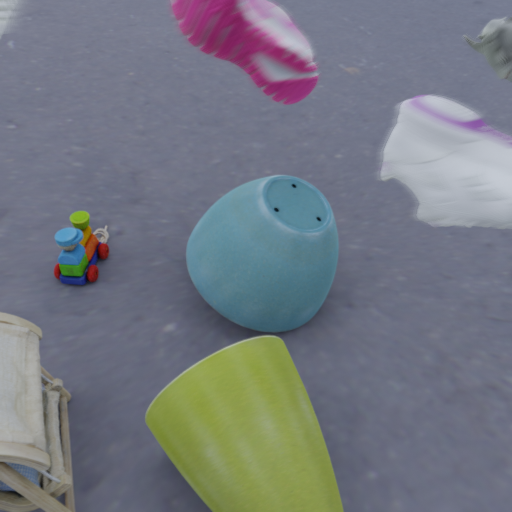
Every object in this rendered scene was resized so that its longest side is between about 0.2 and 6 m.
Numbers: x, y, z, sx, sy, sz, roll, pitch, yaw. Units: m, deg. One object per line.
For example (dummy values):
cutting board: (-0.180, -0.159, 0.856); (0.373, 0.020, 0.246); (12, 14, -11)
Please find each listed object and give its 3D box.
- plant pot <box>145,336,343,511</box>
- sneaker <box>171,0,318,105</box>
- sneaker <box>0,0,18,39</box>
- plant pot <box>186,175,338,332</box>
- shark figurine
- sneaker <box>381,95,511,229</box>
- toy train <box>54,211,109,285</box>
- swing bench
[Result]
plant pot: (0.029, 1.992, 5.510); (1.648, 1.648, 1.761); (-21, 61, -23)
sneaker: (-0.160, -3.239, 8.012); (2.443, 0.994, 1.078); (37, 35, -20)
sneaker: (-2.837, -2.498, 5.468); (1.008, 0.957, 2.505); (-26, 50, -7)
plant pot: (0.265, -0.239, 7.512); (2.107, 1.419, 2.107); (13, 49, -16)
shark figurine: (3.664, -3.289, 8.172); (1.077, 0.752, 1.802); (50, 13, 14)
sneaker: (1.993, -0.553, 4.778); (1.992, 0.992, 0.746); (35, 39, 18)
toy train: (-2.631, -0.335, 8.595); (0.633, 0.865, 1.495); (4, 41, 4)
swing bench: (-2.525, 1.668, 5.568); (1.122, 1.729, 1.720); (-12, 42, -14)
